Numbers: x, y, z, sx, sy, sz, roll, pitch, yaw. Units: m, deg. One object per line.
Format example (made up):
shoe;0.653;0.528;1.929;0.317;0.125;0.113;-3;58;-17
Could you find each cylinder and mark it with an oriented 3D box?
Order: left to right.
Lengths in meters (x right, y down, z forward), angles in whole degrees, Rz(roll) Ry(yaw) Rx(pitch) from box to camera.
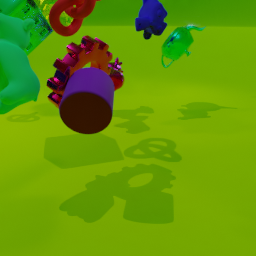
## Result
cylinder;-0.620;-0.436;4.417;0.788;0.788;0.788;0;37;0

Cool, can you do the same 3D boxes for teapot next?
teapot;1.846;-2.930;9.816;0.961;1.963;1.221;41;24;1

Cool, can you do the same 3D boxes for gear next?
gear;-0.849;-0.948;5.147;0.268;1.451;1.451;35;34;17

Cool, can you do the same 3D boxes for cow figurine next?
cow figurine;-1.852;-1.089;4.543;0.815;1.485;1.461;-31;9;43
cow figurine;-1.909;-4.087;8.733;1.727;1.699;0.948;4;-14;-1
cow figurine;-0.470;-1.591;8.472;1.386;0.773;1.408;-26;35;-30

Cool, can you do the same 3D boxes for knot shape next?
knot shape;-1.016;-2.697;5.918;1.369;0.676;1.463;-18;39;59

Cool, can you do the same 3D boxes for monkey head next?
monkey head;0.604;-3.422;8.740;1.191;1.655;0.997;-21;42;-18

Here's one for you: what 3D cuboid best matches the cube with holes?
cube with holes;-2.836;-2.463;6.209;1.397;1.397;1.397;44;-4;10
